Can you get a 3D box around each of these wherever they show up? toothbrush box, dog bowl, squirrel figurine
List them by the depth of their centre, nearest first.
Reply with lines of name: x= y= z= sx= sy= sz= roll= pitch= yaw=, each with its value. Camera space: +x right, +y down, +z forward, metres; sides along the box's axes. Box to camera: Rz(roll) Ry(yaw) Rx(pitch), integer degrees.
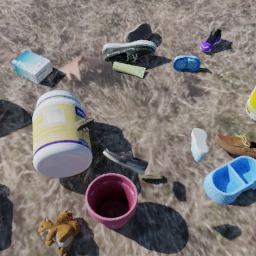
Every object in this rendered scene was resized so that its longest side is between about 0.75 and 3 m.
squirrel figurine: x=-2.276 y=3.299 z=9.197 sx=1.148 sy=0.870 sz=1.230 roll=20 pitch=43 yaw=26
dog bowl: x=3.912 y=1.821 z=10.252 sx=2.313 sy=0.573 sz=1.289 roll=-23 pitch=58 yaw=-16
toothbrush box: x=-4.628 y=-2.969 z=13.519 sx=1.543 sy=0.658 sz=1.129 roll=25 pitch=59 yaw=17
dog bowl: x=2.858 y=-3.175 z=13.663 sx=1.328 sy=0.740 sz=0.329 roll=2 pitch=43 yaw=2

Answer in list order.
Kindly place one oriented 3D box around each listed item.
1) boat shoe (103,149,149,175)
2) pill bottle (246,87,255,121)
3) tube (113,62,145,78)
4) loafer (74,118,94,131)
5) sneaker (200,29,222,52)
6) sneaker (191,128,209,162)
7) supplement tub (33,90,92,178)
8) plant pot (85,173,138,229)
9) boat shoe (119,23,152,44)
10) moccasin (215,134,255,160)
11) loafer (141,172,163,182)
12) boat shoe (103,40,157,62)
boat shoe: x=-0.035 y=0.845 z=7.736 sx=1.354 sy=0.487 sz=0.439 roll=28 pitch=92 yaw=-18
pill bottle: x=5.858 y=-1.440 z=11.284 sx=1.408 sy=2.578 sz=1.408 roll=0 pitch=55 yaw=0
tube: x=0.040 y=-2.853 z=13.655 sx=1.531 sy=0.444 sz=0.397 roll=14 pitch=19 yaw=6
loafer: x=-1.355 y=-0.169 z=8.660 sx=0.280 sy=0.316 sz=0.830 roll=41 pitch=31 yaw=13
sneaker: x=4.344 y=-4.647 z=14.586 sx=0.577 sy=0.825 sz=1.659 roll=36 pitch=62 yaw=22
sneaker: x=2.040 y=0.494 z=8.276 sx=0.484 sy=0.536 sz=1.309 roll=20 pitch=33 yaw=0
supplement tub: x=-2.495 y=0.196 z=10.481 sx=2.041 sy=2.041 sz=2.808 roll=-9 pitch=56 yaw=-6
plant pot: x=-0.494 y=2.530 z=9.164 sx=1.623 sy=1.453 sz=1.623 roll=-1 pitch=50 yaw=1
boat shoe: x=0.388 y=-4.915 z=14.750 sx=0.829 sy=0.874 sz=2.309 roll=3 pitch=29 yaw=44
moccasin: x=4.522 y=0.654 z=10.729 sx=2.335 sy=0.901 sz=0.854 roll=20 pitch=30 yaw=16
loafer: x=0.878 y=1.818 z=10.432 sx=0.815 sy=0.310 sz=0.275 roll=3 pitch=54 yaw=-10
boat shoe: x=0.109 y=-3.673 z=13.912 sx=2.706 sy=0.957 sz=0.861 roll=-5 pitch=64 yaw=-1
